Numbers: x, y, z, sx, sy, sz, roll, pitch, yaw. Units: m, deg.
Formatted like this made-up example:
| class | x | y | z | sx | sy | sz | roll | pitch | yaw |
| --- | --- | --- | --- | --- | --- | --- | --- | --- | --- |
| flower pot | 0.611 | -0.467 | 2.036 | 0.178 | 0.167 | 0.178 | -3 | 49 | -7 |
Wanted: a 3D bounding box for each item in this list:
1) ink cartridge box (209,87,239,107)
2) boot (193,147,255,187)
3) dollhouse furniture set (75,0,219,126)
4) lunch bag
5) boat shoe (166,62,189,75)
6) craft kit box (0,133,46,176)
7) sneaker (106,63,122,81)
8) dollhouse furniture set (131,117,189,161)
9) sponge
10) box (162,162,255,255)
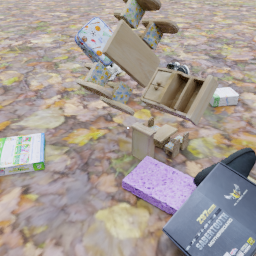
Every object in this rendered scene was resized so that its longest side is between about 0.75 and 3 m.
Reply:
| class | x | y | z | sx | sy | sz | roll | pitch | yaw |
| --- | --- | --- | --- | --- | --- | --- | --- | --- | --- |
| ink cartridge box | 4.021 | -1.336 | 12.010 | 1.132 | 0.495 | 0.823 | -7 | 35 | -8 |
| boot | 2.994 | 1.568 | 7.061 | 2.181 | 0.833 | 1.833 | -19 | 49 | -27 |
| dollhouse furniture set | 0.687 | -1.446 | 7.173 | 1.928 | 2.902 | 2.543 | 25 | 84 | 45 |
| lunch bag | -0.868 | -2.767 | 9.182 | 1.229 | 1.534 | 0.580 | -49 | 13 | -22 |
| boat shoe | 2.540 | -2.940 | 14.356 | 0.550 | 0.689 | 1.822 | -8 | 22 | -14 |
| craft kit box | -3.445 | 0.806 | 8.891 | 1.573 | 0.386 | 1.592 | -5 | 33 | -12 |
| sneaker | -0.790 | -3.153 | 14.517 | 0.748 | 0.807 | 1.991 | 7 | 32 | 13 |
| dollhouse furniture set | 0.937 | 0.196 | 9.086 | 1.497 | 1.134 | 1.708 | 26 | 41 | 34 |
| sponge | 1.114 | 1.637 | 7.585 | 2.327 | 0.347 | 1.298 | 23 | 40 | 29 |
| box | 2.030 | 2.001 | 6.007 | 2.102 | 0.536 | 1.658 | -45 | 50 | -10 |
